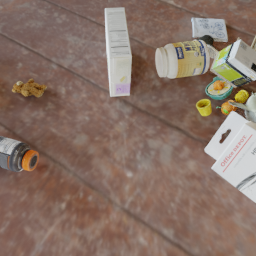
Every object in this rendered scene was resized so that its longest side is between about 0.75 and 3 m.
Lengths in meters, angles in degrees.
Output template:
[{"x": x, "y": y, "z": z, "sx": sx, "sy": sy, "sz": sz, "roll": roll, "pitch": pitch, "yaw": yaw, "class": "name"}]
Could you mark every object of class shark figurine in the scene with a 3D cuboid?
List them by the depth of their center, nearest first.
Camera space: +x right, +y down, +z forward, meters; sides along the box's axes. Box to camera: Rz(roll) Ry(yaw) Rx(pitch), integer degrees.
[{"x": 4.355, "y": -0.584, "z": 9.337, "sx": 1.703, "sy": 1.190, "sz": 2.851, "roll": 19, "pitch": 41, "yaw": 28, "class": "shark figurine"}]

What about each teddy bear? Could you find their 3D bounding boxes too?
[{"x": -3.642, "y": -1.487, "z": 10.345, "sx": 1.240, "sy": 0.414, "sz": 0.899, "roll": 23, "pitch": 57, "yaw": 15, "class": "teddy bear"}]

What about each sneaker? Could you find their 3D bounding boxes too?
[{"x": 3.430, "y": -3.400, "z": 11.553, "sx": 0.713, "sy": 0.509, "sz": 1.438, "roll": -38, "pitch": 60, "yaw": -17, "class": "sneaker"}]

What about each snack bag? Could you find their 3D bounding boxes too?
[{"x": 3.591, "y": -4.372, "z": 12.421, "sx": 1.562, "sy": 0.167, "sz": 1.472, "roll": 4, "pitch": 56, "yaw": 2, "class": "snack bag"}]

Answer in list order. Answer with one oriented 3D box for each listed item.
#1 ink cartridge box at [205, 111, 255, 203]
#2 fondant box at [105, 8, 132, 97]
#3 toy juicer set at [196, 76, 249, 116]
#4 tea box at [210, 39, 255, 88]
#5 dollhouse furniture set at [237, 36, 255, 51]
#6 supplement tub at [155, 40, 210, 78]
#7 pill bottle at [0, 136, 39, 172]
[{"x": 3.586, "y": 0.970, "z": 7.825, "sx": 2.877, "sy": 1.669, "sz": 0.976, "roll": 39, "pitch": 24, "yaw": 23, "class": "ink cartridge box"}, {"x": -0.387, "y": -2.779, "z": 10.282, "sx": 0.780, "sy": 1.931, "sz": 2.677, "roll": -3, "pitch": 56, "yaw": -4, "class": "fondant box"}, {"x": 3.473, "y": -1.382, "z": 9.810, "sx": 1.511, "sy": 0.646, "sz": 2.375, "roll": 6, "pitch": 49, "yaw": 40, "class": "toy juicer set"}, {"x": 3.114, "y": -1.791, "z": 7.971, "sx": 1.023, "sy": 1.007, "sz": 0.684, "roll": 30, "pitch": 70, "yaw": -17, "class": "tea box"}, {"x": 5.118, "y": -2.930, "z": 10.176, "sx": 2.270, "sy": 1.721, "sz": 2.590, "roll": 21, "pitch": 45, "yaw": 13, "class": "dollhouse furniture set"}, {"x": 2.017, "y": -2.562, "z": 10.542, "sx": 1.774, "sy": 1.281, "sz": 1.281, "roll": -9, "pitch": 57, "yaw": -7, "class": "supplement tub"}, {"x": -3.620, "y": 0.791, "z": 8.510, "sx": 1.730, "sy": 0.919, "sz": 0.919, "roll": 15, "pitch": 58, "yaw": 10, "class": "pill bottle"}]
